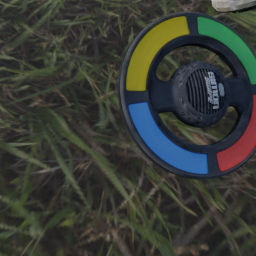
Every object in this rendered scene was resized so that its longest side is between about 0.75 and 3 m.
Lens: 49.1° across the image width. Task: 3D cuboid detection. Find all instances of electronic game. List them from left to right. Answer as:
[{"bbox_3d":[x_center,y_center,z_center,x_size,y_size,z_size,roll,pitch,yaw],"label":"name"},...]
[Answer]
[{"bbox_3d":[1.232,-0.583,4.819,2.904,0.604,2.904,2,82,-18],"label":"electronic game"}]

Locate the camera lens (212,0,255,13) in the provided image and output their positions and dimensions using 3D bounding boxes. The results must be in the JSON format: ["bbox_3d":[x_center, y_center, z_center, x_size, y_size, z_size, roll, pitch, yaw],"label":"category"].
[{"bbox_3d":[2.353,-3.477,5.711,1.526,1.908,1.526,-18,29,10],"label":"camera lens"}]
